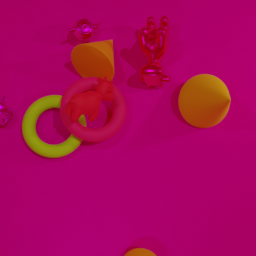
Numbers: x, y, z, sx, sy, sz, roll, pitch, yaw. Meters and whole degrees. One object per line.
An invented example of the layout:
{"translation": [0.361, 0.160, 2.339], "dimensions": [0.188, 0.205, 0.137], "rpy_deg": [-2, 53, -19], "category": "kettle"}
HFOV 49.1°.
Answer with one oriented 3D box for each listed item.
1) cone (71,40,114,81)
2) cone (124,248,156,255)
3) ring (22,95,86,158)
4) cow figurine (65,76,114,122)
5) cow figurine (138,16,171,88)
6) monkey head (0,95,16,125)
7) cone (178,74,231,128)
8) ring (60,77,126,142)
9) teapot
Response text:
{"translation": [-0.740, -2.216, 8.184], "dimensions": [1.339, 1.339, 1.344], "rpy_deg": [26, 55, 4], "category": "cone"}
{"translation": [0.296, 3.703, 6.818], "dimensions": [1.048, 1.052, 1.048], "rpy_deg": [1, 98, 4], "category": "cone"}
{"translation": [-2.072, -0.057, 7.883], "dimensions": [1.782, 0.356, 1.782], "rpy_deg": [0, 81, -2], "category": "ring"}
{"translation": [-0.916, -0.756, 7.039], "dimensions": [0.660, 1.202, 1.183], "rpy_deg": [41, 117, 32], "category": "cow figurine"}
{"translation": [0.787, -2.133, 8.045], "dimensions": [0.944, 1.692, 1.720], "rpy_deg": [4, 43, 16], "category": "cow figurine"}
{"translation": [-3.502, -0.482, 7.808], "dimensions": [0.603, 0.720, 1.001], "rpy_deg": [39, 112, -16], "category": "monkey head"}
{"translation": [2.287, -0.708, 7.282], "dimensions": [1.539, 1.545, 1.539], "rpy_deg": [-1, 95, -7], "category": "cone"}
{"translation": [-0.937, -0.521, 7.700], "dimensions": [1.820, 0.364, 1.820], "rpy_deg": [2, 81, -12], "category": "ring"}
{"translation": [-1.251, -2.913, 8.142], "dimensions": [1.059, 0.518, 0.658], "rpy_deg": [-17, 92, -15], "category": "teapot"}
